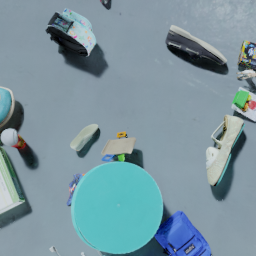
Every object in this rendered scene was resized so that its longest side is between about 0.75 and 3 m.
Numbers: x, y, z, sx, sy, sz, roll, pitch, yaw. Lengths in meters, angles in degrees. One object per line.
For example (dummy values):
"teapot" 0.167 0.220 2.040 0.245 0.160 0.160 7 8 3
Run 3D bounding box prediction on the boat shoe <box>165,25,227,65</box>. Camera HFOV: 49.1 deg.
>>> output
"boat shoe" 2.613 -3.050 10.907 2.529 0.919 0.793 32 119 3

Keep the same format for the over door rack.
"over door rack" -1.536 3.887 8.790 1.102 0.497 1.491 -39 98 -10

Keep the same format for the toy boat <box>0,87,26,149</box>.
"toy boat" -4.625 -0.286 9.686 2.684 1.247 2.257 40 77 11

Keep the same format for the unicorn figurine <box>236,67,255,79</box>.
"unicorn figurine" 4.506 -2.088 10.579 0.732 0.394 1.066 -15 35 -3

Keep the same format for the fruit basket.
"fruit basket" 4.401 -0.885 10.345 1.042 0.488 0.965 29 75 -8

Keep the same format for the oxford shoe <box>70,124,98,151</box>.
"oxford shoe" -1.528 0.333 9.989 0.478 0.367 1.271 21 57 39

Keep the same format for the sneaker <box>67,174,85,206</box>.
"sneaker" -1.808 2.074 9.475 0.458 0.440 1.167 15 67 15

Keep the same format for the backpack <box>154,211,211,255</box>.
"backpack" 1.683 3.559 8.548 1.282 1.324 1.577 -38 81 -3

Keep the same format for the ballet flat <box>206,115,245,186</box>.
"ballet flat" 3.137 0.703 9.626 0.851 0.920 2.729 29 66 9

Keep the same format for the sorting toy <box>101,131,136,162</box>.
"sorting toy" -0.278 0.663 9.428 1.014 0.245 1.800 -4 28 18

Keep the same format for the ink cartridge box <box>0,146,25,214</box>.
"ink cartridge box" -5.234 2.149 9.292 2.936 0.704 2.137 -26 76 -9

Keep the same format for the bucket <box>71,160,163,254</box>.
"bucket" -0.283 2.360 8.551 2.896 1.884 2.896 0 75 0

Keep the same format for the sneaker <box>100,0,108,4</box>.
"sneaker" -0.928 -5.898 11.744 0.716 0.593 1.502 -6 75 -13

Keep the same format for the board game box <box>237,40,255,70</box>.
"board game box" 4.787 -2.804 10.834 0.895 0.307 1.083 18 65 6

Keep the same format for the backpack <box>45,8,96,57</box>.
"backpack" -1.995 -3.505 10.526 1.675 1.487 1.261 33 81 5
